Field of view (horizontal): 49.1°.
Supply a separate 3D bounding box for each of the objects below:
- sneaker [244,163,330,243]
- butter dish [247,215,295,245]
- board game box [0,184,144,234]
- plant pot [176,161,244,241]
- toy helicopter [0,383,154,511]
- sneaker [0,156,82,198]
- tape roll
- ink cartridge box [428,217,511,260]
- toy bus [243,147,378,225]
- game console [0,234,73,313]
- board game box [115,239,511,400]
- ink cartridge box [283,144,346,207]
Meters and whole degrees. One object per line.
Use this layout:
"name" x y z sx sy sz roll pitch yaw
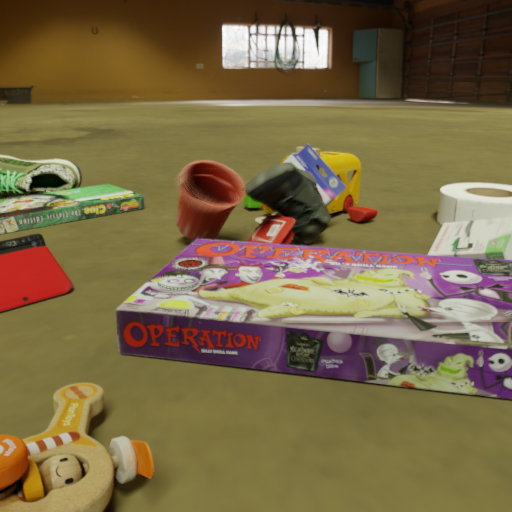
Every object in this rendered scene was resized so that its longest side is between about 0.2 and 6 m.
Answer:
"sneaker" 0.617 -0.848 9.203 0.785 1.176 2.052 -33 -14 23
"butter dish" 0.321 -0.263 9.186 0.699 0.518 0.701 15 61 47
"board game box" -4.155 -1.025 11.654 3.215 0.377 1.685 -15 21 -37
"plant pot" -0.852 -0.849 9.330 1.060 1.031 1.060 12 48 -14
"toy helicopter" -1.314 1.366 4.083 1.173 0.700 1.773 -3 14 -8
"sneaker" -5.328 -1.737 12.637 2.666 1.025 1.181 -7 16 -16
"tape roll" 4.493 -0.926 10.856 1.886 0.660 1.886 1 19 0
"ink cartridge box" 3.103 -0.111 7.946 1.088 0.459 0.794 -4 38 43
"toy bus" 1.071 -1.517 11.407 2.460 1.347 2.607 0 16 -9
"game console" -3.702 0.413 7.651 1.779 1.056 1.533 -16 -7 -41
"board game box" 0.961 0.551 6.611 4.430 0.715 2.659 4 15 12
"ink cartridge box" 0.856 -1.281 10.376 1.160 1.182 0.256 51 21 16
